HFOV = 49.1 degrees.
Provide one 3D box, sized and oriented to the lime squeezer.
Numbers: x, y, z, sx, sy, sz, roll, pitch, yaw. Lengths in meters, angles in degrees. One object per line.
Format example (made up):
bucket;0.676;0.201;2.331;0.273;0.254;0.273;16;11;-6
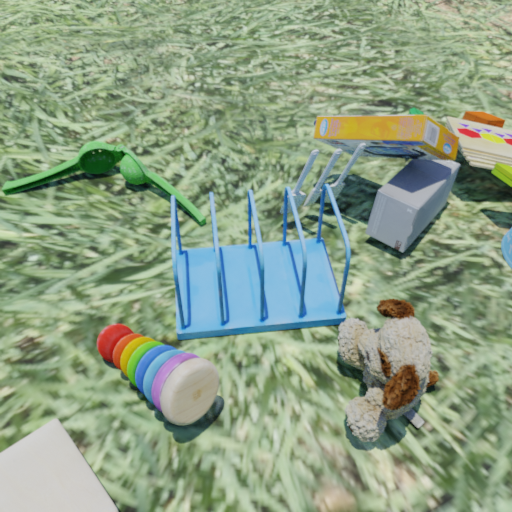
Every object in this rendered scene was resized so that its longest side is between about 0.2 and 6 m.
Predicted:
lime squeezer;-2.631;-1.493;10.285;3.885;0.733;1.372;10;46;9

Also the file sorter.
file sorter;-0.013;-0.011;8.224;2.471;1.516;1.715;-5;45;-4

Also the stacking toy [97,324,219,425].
stacking toy;-1.383;1.377;7.250;1.954;0.834;0.834;22;47;42

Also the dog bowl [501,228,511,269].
dog bowl;5.539;-0.356;9.118;2.975;0.737;1.658;-13;47;-12

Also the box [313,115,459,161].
box;2.000;-1.932;9.181;2.202;0.457;1.311;9;1;41

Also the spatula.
spatula;1.069;-1.228;9.126;1.147;1.650;0.132;-10;65;-20

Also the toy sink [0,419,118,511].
toy sink;-2.146;2.697;6.004;0.963;0.828;1.477;-32;48;-28

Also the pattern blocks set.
pattern blocks set;4.622;-1.969;10.390;3.728;0.302;3.277;17;34;6

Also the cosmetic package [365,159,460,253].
cosmetic package;2.658;-0.961;9.453;0.814;0.965;1.806;32;45;25

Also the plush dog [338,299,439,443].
plush dog;1.718;1.319;6.798;1.307;1.400;1.629;-1;56;1
